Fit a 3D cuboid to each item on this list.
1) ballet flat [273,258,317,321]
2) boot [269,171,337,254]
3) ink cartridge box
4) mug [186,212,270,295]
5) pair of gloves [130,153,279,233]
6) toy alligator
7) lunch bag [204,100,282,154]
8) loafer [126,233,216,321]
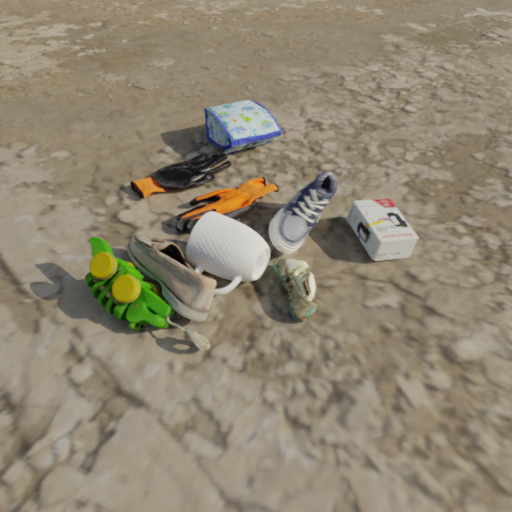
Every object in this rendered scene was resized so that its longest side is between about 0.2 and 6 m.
[{"bbox_3d":[0.788,0.471,10.303,0.562,0.623,1.656,27,28,-32],"label":"ballet flat"},{"bbox_3d":[0.992,-0.964,11.453,0.786,0.976,2.160,38,41,-9],"label":"boot"},{"bbox_3d":[2.572,-0.555,11.441,0.930,0.528,1.276,-5,46,-21],"label":"ink cartridge box"},{"bbox_3d":[-0.564,0.059,10.561,1.329,1.120,1.516,23,68,20],"label":"mug"},{"bbox_3d":[-1.220,-1.519,12.975,2.582,0.358,2.899,-27,44,-27],"label":"pair of gloves"},{"bbox_3d":[-2.126,0.854,9.777,3.132,0.929,0.850,41,92,22],"label":"toy alligator"},{"bbox_3d":[-0.355,-3.297,14.542,1.467,1.099,1.725,-18,33,-21],"label":"lunch bag"},{"bbox_3d":[-1.507,0.173,10.272,0.931,0.814,2.589,15,20,-45],"label":"loafer"}]
